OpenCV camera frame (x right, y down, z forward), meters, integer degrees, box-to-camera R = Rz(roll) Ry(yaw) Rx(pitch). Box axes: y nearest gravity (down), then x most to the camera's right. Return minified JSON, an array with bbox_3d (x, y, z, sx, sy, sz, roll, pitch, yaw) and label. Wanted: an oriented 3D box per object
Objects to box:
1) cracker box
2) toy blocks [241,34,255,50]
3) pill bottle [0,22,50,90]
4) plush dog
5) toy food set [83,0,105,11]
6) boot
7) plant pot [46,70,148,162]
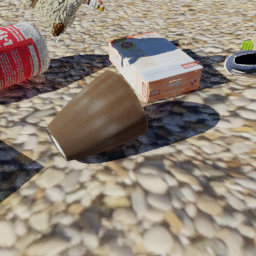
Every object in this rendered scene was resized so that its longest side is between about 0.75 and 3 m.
[{"bbox_3d":[0.776,-2.091,9.083,1.891,0.814,2.823,-17,45,-19],"label":"cracker box"},{"bbox_3d":[5.442,-2.627,9.792,2.348,1.173,1.605,-4,51,-3],"label":"toy blocks"},{"bbox_3d":[-4.027,-1.983,8.378,1.669,1.669,2.974,30,48,31],"label":"pill bottle"},{"bbox_3d":[-2.129,-3.286,7.117,1.663,1.936,1.553,35,61,-16],"label":"plush dog"},{"bbox_3d":[-1.200,-4.223,9.201,0.989,0.445,0.472,18,31,-2],"label":"toy food set"},{"bbox_3d":[4.371,-2.024,8.759,2.468,0.898,1.115,-3,4,9],"label":"boot"},{"bbox_3d":[-0.806,-0.101,6.280,1.845,1.724,1.724,-34,49,-20],"label":"plant pot"}]
